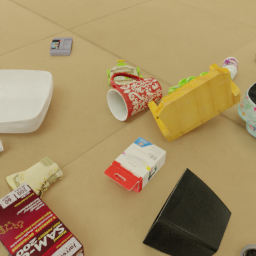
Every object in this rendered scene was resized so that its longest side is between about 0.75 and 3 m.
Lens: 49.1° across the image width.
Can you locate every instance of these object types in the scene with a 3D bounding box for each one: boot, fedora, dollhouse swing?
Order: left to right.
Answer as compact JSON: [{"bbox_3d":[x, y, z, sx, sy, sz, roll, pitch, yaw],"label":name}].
[{"bbox_3d":[-2.348,1.640,7.673,1.415,0.662,1.820,-30,48,-27],"label":"boot"},{"bbox_3d":[1.797,-1.189,8.727,2.597,2.283,2.360,-31,47,10],"label":"dollhouse swing"},{"bbox_3d":[2.987,3.056,6.243,0.441,0.863,0.976,2,45,-45],"label":"fedora"}]

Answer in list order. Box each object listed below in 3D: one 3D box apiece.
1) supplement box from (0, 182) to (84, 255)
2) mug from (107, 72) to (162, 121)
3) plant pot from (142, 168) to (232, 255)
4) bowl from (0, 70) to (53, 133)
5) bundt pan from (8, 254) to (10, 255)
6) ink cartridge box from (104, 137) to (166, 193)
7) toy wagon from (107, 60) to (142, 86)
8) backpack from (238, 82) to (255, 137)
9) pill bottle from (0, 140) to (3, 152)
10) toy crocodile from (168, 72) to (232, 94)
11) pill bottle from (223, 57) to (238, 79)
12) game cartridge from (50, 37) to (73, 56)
[{"bbox_3d":[-2.081,2.321,6.119,2.139,0.651,1.164,36,53,25],"label":"supplement box"},{"bbox_3d":[0.257,-1.303,10.111,1.775,1.576,1.184,-26,24,-29],"label":"mug"},{"bbox_3d":[1.431,2.202,6.549,1.401,1.576,1.579,31,51,14],"label":"plant pot"},{"bbox_3d":[-4.147,-0.849,9.909,2.892,1.081,2.896,0,43,1],"label":"bowl"},{"bbox_3d":[-2.088,3.065,6.272,1.457,0.547,1.457,-1,44,1],"label":"bundt pan"},{"bbox_3d":[0.217,1.152,8.193,1.016,0.588,1.749,29,51,27],"label":"ink cartridge box"},{"bbox_3d":[-0.180,-2.317,11.936,1.392,0.355,1.794,-5,44,-6],"label":"toy wagon"},{"bbox_3d":[4.770,-0.509,9.107,2.188,1.647,1.942,40,57,20],"label":"backpack"},{"bbox_3d":[-4.606,0.656,8.592,1.333,0.747,0.747,-18,47,-18],"label":"pill bottle"},{"bbox_3d":[2.837,-1.718,11.055,2.672,0.825,0.902,-19,7,-17],"label":"toy crocodile"},{"bbox_3d":[4.349,-2.521,11.964,0.609,0.609,1.085,13,46,13],"label":"pill bottle"},{"bbox_3d":[-3.275,-4.030,13.769,0.999,0.296,1.541,0,44,-6],"label":"game cartridge"}]
